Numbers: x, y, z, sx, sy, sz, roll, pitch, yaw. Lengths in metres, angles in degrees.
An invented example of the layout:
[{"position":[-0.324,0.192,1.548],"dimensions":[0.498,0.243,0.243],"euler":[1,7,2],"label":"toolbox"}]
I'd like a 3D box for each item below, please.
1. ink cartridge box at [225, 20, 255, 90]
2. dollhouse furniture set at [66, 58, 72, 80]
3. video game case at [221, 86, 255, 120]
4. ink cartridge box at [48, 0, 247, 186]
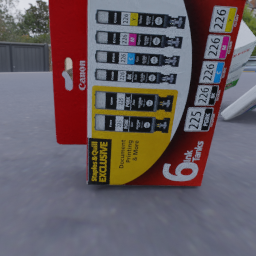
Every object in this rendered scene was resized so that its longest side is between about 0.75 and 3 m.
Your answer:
[{"position":[3.098,-2.316,10.206],"dimensions":[2.123,1.203,2.897],"euler":[-23,-22,-3],"label":"ink cartridge box"},{"position":[0.127,-1.577,7.404],"dimensions":[2.970,1.933,2.728],"euler":[-20,43,4],"label":"dollhouse furniture set"},{"position":[4.368,-1.317,8.360],"dimensions":[2.550,0.332,2.802],"euler":[-15,-24,-48],"label":"video game case"},{"position":[0.018,-0.512,3.719],"dimensions":[2.200,2.506,1.051],"euler":[1,28,-5],"label":"ink cartridge box"}]
